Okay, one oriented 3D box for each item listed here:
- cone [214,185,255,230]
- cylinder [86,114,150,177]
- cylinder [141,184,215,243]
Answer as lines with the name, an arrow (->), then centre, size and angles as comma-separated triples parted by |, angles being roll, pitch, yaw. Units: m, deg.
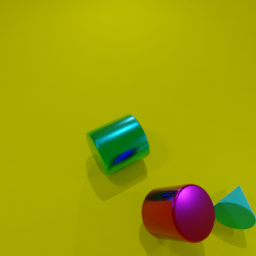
cone -> 2.738, 1.821, 7.067 | 1.004, 1.004, 1.008 | 21, 46, 14
cylinder -> -0.289, 0.467, 7.757 | 1.336, 1.336, 1.336 | -25, 59, -16
cylinder -> 1.138, 1.962, 6.497 | 1.231, 1.231, 1.231 | 10, 71, -29
